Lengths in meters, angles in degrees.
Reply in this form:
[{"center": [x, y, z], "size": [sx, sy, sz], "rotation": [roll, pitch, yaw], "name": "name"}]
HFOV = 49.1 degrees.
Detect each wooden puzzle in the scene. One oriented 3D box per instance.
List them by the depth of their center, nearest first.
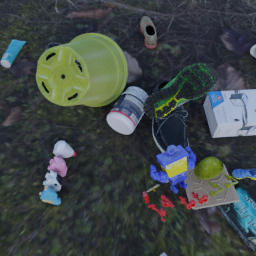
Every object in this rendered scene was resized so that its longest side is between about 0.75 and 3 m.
[{"center": [2.339, 1.700, 8.179], "size": [1.417, 0.328, 1.313], "rotation": [-7, 48, -3], "name": "wooden puzzle"}]

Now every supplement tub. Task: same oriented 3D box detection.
[{"center": [0.023, -0.589, 9.350], "size": [0.995, 0.995, 1.418], "rotation": [24, 61, 14], "name": "supplement tub"}]

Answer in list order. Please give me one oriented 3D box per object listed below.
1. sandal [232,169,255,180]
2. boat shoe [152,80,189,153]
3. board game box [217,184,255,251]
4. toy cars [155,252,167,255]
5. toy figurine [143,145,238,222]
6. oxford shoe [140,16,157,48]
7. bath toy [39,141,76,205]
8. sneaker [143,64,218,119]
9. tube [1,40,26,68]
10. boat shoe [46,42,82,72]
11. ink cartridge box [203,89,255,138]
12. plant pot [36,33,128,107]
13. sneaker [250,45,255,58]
[{"center": [3.586, 1.361, 8.488], "size": [0.827, 0.360, 0.329], "rotation": [0, 59, 2], "name": "sandal"}, {"center": [1.352, -0.333, 9.202], "size": [1.115, 0.930, 2.989], "rotation": [-2, 57, -6], "name": "boat shoe"}, {"center": [3.335, 2.478, 7.852], "size": [1.033, 0.215, 1.527], "rotation": [-27, 61, -16], "name": "board game box"}, {"center": [0.439, 4.260, 6.534], "size": [1.164, 0.575, 2.596], "rotation": [12, 55, 5], "name": "toy cars"}, {"center": [1.520, 1.075, 7.448], "size": [2.562, 1.535, 1.351], "rotation": [-22, 28, -9], "name": "toy figurine"}, {"center": [0.917, -4.236, 11.863], "size": [0.649, 0.689, 1.843], "rotation": [-9, 58, -6], "name": "oxford shoe"}, {"center": [-2.057, 1.277, 8.357], "size": [0.694, 0.816, 1.877], "rotation": [29, 50, -26], "name": "bath toy"}, {"center": [1.529, -1.138, 8.409], "size": [2.388, 1.017, 0.932], "rotation": [-28, 92, 10], "name": "sneaker"}, {"center": [-4.681, -3.101, 11.361], "size": [0.598, 0.389, 1.543], "rotation": [11, 53, -2], "name": "tube"}, {"center": [-2.206, -2.795, 10.872], "size": [2.662, 0.803, 0.983], "rotation": [36, 64, 21], "name": "boat shoe"}, {"center": [3.689, -0.507, 9.404], "size": [1.932, 0.830, 1.415], "rotation": [-4, 57, -1], "name": "ink cartridge box"}, {"center": [-1.516, -1.670, 8.627], "size": [2.497, 2.497, 2.296], "rotation": [18, 20, 11], "name": "plant pot"}, {"center": [5.740, -2.362, 10.464], "size": [1.081, 1.068, 2.723], "rotation": [-19, 48, -17], "name": "sneaker"}]
